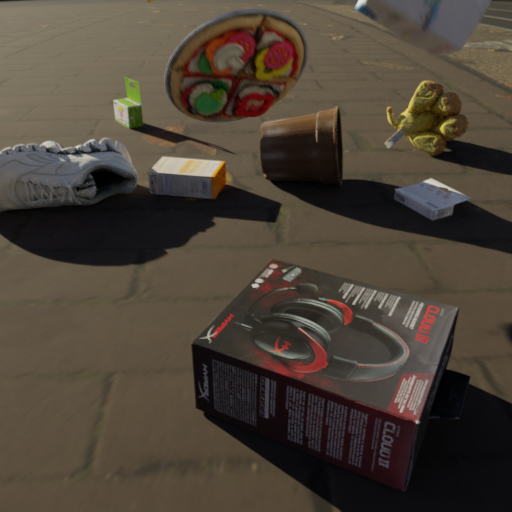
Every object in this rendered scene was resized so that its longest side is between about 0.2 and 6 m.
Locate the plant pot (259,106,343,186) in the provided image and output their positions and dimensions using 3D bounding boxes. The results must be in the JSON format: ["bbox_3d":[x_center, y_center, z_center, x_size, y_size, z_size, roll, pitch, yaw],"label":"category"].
[{"bbox_3d":[0.964,-2.248,11.821,1.624,1.640,1.640,-2,30,12],"label":"plant pot"}]

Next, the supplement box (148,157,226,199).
[{"bbox_3d":[-1.412,-1.623,11.632,1.417,0.521,0.893,6,31,11],"label":"supplement box"}]

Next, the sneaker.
[{"bbox_3d":[-3.864,-1.472,10.879,3.228,1.213,1.308,-17,43,-25],"label":"sneaker"}]

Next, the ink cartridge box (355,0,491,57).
[{"bbox_3d":[2.063,-3.188,6.835,1.273,0.929,0.934,27,11,-10],"label":"ink cartridge box"}]

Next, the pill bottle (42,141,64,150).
[{"bbox_3d":[-4.476,-2.167,12.467,0.612,0.612,1.057,-16,33,-24],"label":"pill bottle"}]

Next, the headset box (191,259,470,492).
[{"bbox_3d":[0.957,1.203,6.382,2.738,1.027,2.035,15,34,24],"label":"headset box"}]

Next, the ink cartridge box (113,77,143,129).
[{"bbox_3d":[-3.521,-4.181,15.281,0.450,1.187,0.877,-22,37,-32],"label":"ink cartridge box"}]

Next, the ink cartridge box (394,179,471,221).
[{"bbox_3d":[3.468,-1.123,11.056,0.981,0.249,1.113,-17,35,-24],"label":"ink cartridge box"}]

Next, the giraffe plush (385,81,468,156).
[{"bbox_3d":[4.342,-3.323,13.874,1.973,1.702,1.600,-22,0,41],"label":"giraffe plush"}]

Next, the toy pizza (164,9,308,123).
[{"bbox_3d":[-0.264,-2.846,8.880,2.363,2.363,0.374,-11,66,-18],"label":"toy pizza"}]

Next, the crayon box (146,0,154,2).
[{"bbox_3d":[-1.498,-4.440,8.884,1.141,0.290,0.724,-14,-7,6],"label":"crayon box"}]
